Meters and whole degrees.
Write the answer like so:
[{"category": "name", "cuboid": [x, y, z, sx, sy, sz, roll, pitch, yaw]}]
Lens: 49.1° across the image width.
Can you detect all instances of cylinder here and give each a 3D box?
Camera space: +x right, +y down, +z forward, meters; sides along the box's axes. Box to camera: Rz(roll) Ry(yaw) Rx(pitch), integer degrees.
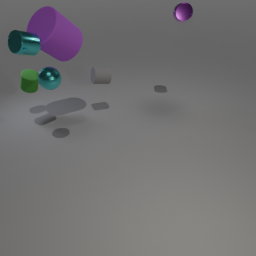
[{"category": "cylinder", "cuboid": [-3.980, -1.897, 11.352, 0.700, 0.700, 0.700, 12, 45, -13]}, {"category": "cylinder", "cuboid": [-1.112, -2.159, 11.513, 0.700, 0.700, 0.700, -4, 29, -25]}, {"category": "cylinder", "cuboid": [-3.196, -2.609, 8.633, 0.700, 0.700, 0.700, 19, 18, 29]}, {"category": "cylinder", "cuboid": [-2.554, -3.260, 9.848, 1.400, 1.400, 1.400, 20, -2, 30]}, {"category": "cylinder", "cuboid": [2.184, -4.622, 11.188, 0.700, 0.700, 0.700, 0, 21, 1]}]

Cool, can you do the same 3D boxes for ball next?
[{"category": "ball", "cuboid": [-2.376, -1.502, 8.492, 0.700, 0.700, 0.700, 0, 30, 0]}]
